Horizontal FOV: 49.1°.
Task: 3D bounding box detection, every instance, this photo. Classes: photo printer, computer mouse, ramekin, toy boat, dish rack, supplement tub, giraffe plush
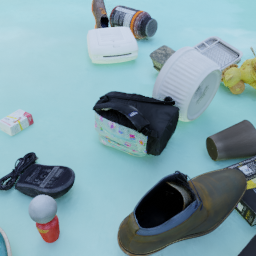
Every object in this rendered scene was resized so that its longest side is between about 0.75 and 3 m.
[{"bbox_3d":[-0.705,-3.657,12.400,2.158,0.901,2.594,-7,37,-6],"label":"photo printer"},{"bbox_3d":[-2.001,1.219,6.547,1.887,0.497,1.307,7,37,26],"label":"computer mouse"},{"bbox_3d":[1.812,-1.192,8.333,1.123,2.139,2.139,37,50,29],"label":"ramekin"},{"bbox_3d":[-2.333,2.051,4.871,2.406,1.118,2.023,-24,43,-27],"label":"toy boat"},{"bbox_3d":[3.253,-2.705,11.165,1.886,0.479,2.198,-31,41,1],"label":"dish rack"},{"bbox_3d":[0.303,-5.385,14.345,2.519,1.347,1.347,31,47,34],"label":"supplement tub"},{"bbox_3d":[4.027,-1.793,9.775,1.442,1.535,1.778,-24,67,7],"label":"giraffe plush"}]

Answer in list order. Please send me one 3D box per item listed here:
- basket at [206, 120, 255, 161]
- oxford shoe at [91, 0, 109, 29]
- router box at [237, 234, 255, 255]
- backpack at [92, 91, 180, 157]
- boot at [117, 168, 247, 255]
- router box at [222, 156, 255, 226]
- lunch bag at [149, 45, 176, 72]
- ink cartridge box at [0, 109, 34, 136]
[{"bbox_3d":[2.697,0.393,7.310,1.147,0.780,1.034,-13,73,-9],"label":"basket"},{"bbox_3d":[-1.267,-5.642,13.960,0.810,2.271,0.828,-9,1,-32],"label":"oxford shoe"},{"bbox_3d":[3.167,2.722,4.304,2.213,0.735,2.814,-28,46,-31],"label":"router box"},{"bbox_3d":[0.090,-0.136,7.496,2.178,1.378,1.817,16,35,21],"label":"backpack"},{"bbox_3d":[1.159,1.310,4.907,2.862,1.387,1.069,-25,63,-17],"label":"boot"},{"bbox_3d":[3.009,1.309,6.387,1.671,0.436,1.314,-16,40,-19],"label":"router box"},{"bbox_3d":[1.506,-2.435,10.769,0.852,1.025,1.222,-36,42,-4],"label":"lunch bag"},{"bbox_3d":[-3.351,-0.177,8.402,0.584,0.336,0.805,22,43,26],"label":"ink cartridge box"}]
